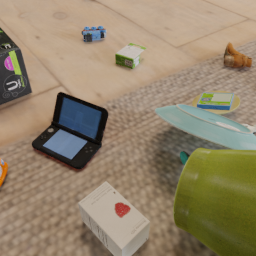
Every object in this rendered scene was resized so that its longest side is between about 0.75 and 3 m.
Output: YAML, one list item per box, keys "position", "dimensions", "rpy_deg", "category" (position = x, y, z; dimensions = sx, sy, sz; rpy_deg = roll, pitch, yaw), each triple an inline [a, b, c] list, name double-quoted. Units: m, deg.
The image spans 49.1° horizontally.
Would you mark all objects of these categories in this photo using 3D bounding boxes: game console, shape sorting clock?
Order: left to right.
- position: [-1.467, 0.032, 6.962]
  dimensions: [1.599, 0.949, 1.378]
  rpy_deg: [22, 49, 21]
  category: "game console"
- position: [2.539, -0.734, 8.111]
  dimensions: [1.316, 0.258, 1.316]
  rpy_deg: [-8, 30, 5]
  category: "shape sorting clock"

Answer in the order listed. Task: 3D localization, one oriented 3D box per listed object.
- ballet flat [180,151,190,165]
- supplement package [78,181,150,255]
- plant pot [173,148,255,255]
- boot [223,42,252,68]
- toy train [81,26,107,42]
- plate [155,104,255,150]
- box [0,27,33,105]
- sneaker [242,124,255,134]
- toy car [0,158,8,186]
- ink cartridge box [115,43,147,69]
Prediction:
- position: [1.481, 0.848, 6.621]
  dimensions: [0.276, 0.275, 0.808]
  rpy_deg: [11, 29, -19]
  category: "ballet flat"
- position: [-0.267, 1.782, 5.364]
  dimensions: [0.740, 0.731, 1.221]
  rpy_deg: [-35, 54, -30]
  category: "supplement package"
- position: [2.161, 1.381, 4.869]
  dimensions: [2.367, 2.459, 2.459]
  rpy_deg: [14, 45, 31]
  category: "plant pot"
- position: [3.911, -2.581, 9.917]
  dimensions: [0.937, 0.463, 1.207]
  rpy_deg: [11, 46, 11]
  category: "boot"
- position: [-1.336, -3.733, 11.118]
  dimensions: [1.020, 0.442, 0.583]
  rpy_deg: [-6, 54, -9]
  category: "toy train"
- position: [1.937, -0.108, 6.547]
  dimensions: [2.677, 0.342, 2.677]
  rpy_deg: [17, 14, -5]
  category: "plate"
- position: [-4.089, -1.975, 8.491]
  dimensions: [1.353, 1.617, 2.177]
  rpy_deg: [-27, 51, -24]
  category: "box"
- position: [3.328, 0.075, 7.416]
  dimensions: [0.769, 0.283, 0.308]
  rpy_deg: [-2, 46, 10]
  category: "sneaker"
- position: [-3.771, 1.447, 5.551]
  dimensions: [1.399, 0.949, 2.853]
  rpy_deg: [14, 46, 14]
  category: "toy car"
- position: [0.132, -2.597, 9.993]
  dimensions: [0.752, 0.385, 1.017]
  rpy_deg: [24, 48, 23]
  category: "ink cartridge box"
